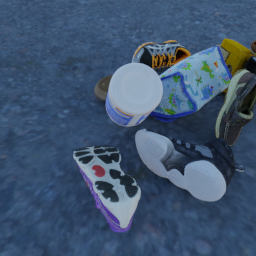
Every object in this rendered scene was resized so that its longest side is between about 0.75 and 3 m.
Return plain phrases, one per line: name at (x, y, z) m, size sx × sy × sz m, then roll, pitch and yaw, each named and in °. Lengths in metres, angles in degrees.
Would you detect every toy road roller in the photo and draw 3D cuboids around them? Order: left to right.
toy road roller at (4.065, -1.859, 9.603) m, size 1.805 × 1.520 × 2.473 m, roll 0°, pitch 38°, yaw -27°

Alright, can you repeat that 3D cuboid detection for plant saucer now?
plant saucer at (-0.392, -1.444, 9.648) m, size 1.593 × 0.235 × 1.593 m, roll -4°, pitch 39°, yaw 3°

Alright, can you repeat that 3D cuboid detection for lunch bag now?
lunch bag at (1.608, -1.233, 8.677) m, size 2.049 × 1.536 × 2.410 m, roll -34°, pitch 14°, yaw -31°

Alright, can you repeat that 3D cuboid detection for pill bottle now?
pill bottle at (0.056, -0.755, 7.670) m, size 1.301 × 2.322 × 1.301 m, roll 1°, pitch 80°, yaw -8°

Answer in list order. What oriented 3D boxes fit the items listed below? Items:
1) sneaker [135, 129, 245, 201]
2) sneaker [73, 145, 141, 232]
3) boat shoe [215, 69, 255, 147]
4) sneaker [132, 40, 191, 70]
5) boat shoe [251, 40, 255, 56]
sneaker at (1.557, 0.699, 7.299) m, size 1.591 × 1.055 × 2.795 m, roll -22°, pitch 40°, yaw -37°
sneaker at (-0.629, 1.309, 6.640) m, size 1.128 × 1.168 × 2.799 m, roll -4°, pitch 27°, yaw -19°
boat shoe at (2.935, -0.401, 7.459) m, size 0.810 × 2.211 × 0.717 m, roll -11°, pitch 30°, yaw -24°
sneaker at (1.283, -2.721, 10.697) m, size 2.649 × 1.037 × 1.023 m, roll -27°, pitch 45°, yaw -27°
boat shoe at (4.498, -2.454, 8.406) m, size 1.541 × 0.520 × 0.555 m, roll 6°, pitch 84°, yaw 28°
